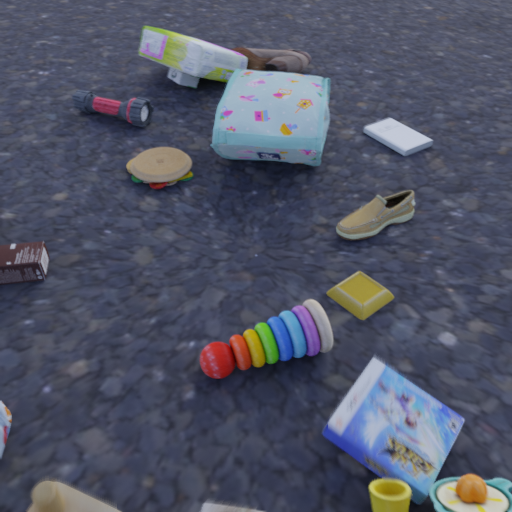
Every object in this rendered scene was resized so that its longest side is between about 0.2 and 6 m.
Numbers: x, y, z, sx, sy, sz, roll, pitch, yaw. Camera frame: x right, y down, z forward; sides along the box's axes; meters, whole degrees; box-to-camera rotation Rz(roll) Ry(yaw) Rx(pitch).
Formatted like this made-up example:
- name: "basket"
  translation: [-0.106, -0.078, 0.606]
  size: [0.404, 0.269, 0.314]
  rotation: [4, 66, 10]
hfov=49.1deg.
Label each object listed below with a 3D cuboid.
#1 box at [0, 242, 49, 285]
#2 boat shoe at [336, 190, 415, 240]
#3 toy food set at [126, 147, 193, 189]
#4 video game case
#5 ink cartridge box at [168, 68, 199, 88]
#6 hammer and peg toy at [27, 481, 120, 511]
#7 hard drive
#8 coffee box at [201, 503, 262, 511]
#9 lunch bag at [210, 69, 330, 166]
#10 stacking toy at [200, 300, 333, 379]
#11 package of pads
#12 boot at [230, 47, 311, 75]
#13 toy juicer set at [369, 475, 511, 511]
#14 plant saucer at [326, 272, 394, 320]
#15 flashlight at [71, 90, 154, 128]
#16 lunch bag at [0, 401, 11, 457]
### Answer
- name: "box"
  translation: [-4.483, 0.147, 10.154]
  size: [1.285, 0.481, 0.643]
  rotation: [-7, 41, -6]
- name: "boat shoe"
  translation: [2.390, -0.901, 11.187]
  size: [1.843, 0.702, 0.660]
  rotation: [-23, 46, -25]
- name: "toy food set"
  translation: [-2.177, -2.016, 12.764]
  size: [1.441, 0.351, 1.427]
  rotation: [-17, 43, -19]
- name: "video game case"
  translation: [1.861, 2.292, 7.535]
  size: [1.479, 0.336, 1.341]
  rotation: [33, 51, 17]
- name: "ink cartridge box"
  translation: [-2.127, -5.201, 16.308]
  size: [0.595, 0.342, 0.815]
  rotation: [2, 28, -37]
- name: "hammer and peg toy"
  translation: [-1.608, 3.564, 5.661]
  size: [2.719, 0.959, 2.000]
  rotation: [13, 42, 22]
- name: "hard drive"
  translation: [3.536, -2.993, 14.026]
  size: [0.954, 0.190, 1.446]
  rotation: [-24, 46, -25]
- name: "coffee box"
  translation: [-0.267, 3.624, 5.871]
  size: [0.975, 0.679, 1.704]
  rotation: [2, 40, 12]
- name: "lunch bag"
  translation: [0.416, -3.082, 12.932]
  size: [2.507, 1.795, 2.943]
  rotation: [6, 35, 6]
- name: "stacking toy"
  translation: [0.122, 1.367, 8.540]
  size: [2.000, 0.854, 0.854]
  rotation: [-18, 44, -13]
- name: "package of pads"
  translation: [-1.884, -5.862, 16.326]
  size: [2.699, 0.920, 2.085]
  rotation: [30, 25, 32]
- name: "boot"
  translation: [0.413, -6.010, 17.200]
  size: [2.388, 0.839, 1.746]
  rotation: [26, 40, 26]
- name: "toy juicer set"
  translation: [2.559, 2.917, 6.310]
  size: [2.325, 0.633, 1.479]
  rotation: [-2, 5, -4]
- name: "plant saucer"
  translation: [1.828, 0.627, 9.788]
  size: [0.870, 0.211, 0.870]
  rotation: [-28, 48, -30]
- name: "flashlight"
  translation: [-3.803, -3.928, 14.718]
  size: [2.190, 0.741, 0.744]
  rotation: [15, 44, 16]
- name: "lunch bag"
  translation: [-4.313, 2.680, 6.863]
  size: [1.979, 0.933, 2.470]
  rotation: [-1, 40, 1]
